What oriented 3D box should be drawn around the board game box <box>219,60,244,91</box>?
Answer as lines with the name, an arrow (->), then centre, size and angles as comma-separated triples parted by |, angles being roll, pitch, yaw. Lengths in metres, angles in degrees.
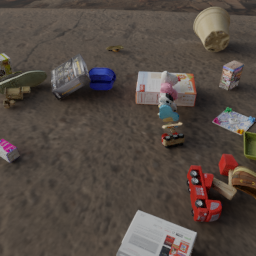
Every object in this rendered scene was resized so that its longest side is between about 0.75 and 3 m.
board game box -> 5.117, -2.596, 13.882 | 0.932, 1.169, 0.566 | -28, 46, -31

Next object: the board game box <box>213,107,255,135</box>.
board game box -> 4.478, -0.330, 11.806 | 1.327, 0.172, 1.327 | 29, 47, 32

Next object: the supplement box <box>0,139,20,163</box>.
supplement box -> -4.399, 0.818, 10.127 | 0.869, 0.449, 0.440 | 23, 45, 29

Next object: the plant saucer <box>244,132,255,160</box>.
plant saucer -> 4.938, 0.787, 10.247 | 1.402, 0.336, 1.404 | 11, 40, 14

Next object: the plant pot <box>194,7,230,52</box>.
plant pot -> 5.430, -5.993, 17.631 | 2.320, 2.320, 2.124 | 1, 50, 2

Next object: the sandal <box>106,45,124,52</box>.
sandal -> -0.799, -4.962, 17.621 | 1.252, 0.338, 0.503 | 5, 34, 30

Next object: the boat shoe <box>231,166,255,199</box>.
boat shoe -> 4.104, 1.957, 8.390 | 2.103, 0.757, 0.710 | 27, 54, 17

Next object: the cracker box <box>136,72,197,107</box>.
cracker box -> 1.765, -1.868, 13.240 | 2.693, 0.777, 1.804 | 4, 41, 4

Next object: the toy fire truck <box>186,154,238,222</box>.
toy fire truck -> 2.720, 1.811, 8.721 | 1.674, 0.579, 2.374 | 5, 42, -2

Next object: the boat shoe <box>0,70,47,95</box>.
boat shoe -> -5.297, -2.436, 13.910 | 2.458, 0.876, 0.740 | -23, 47, -22

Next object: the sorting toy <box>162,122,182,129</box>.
sorting toy -> 1.649, -0.079, 10.584 | 0.683, 0.136, 0.924 | -12, 3, 0

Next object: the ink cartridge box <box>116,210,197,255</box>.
ink cartridge box -> 0.710, 3.080, 7.035 | 1.643, 0.689, 1.443 | 17, 41, 20

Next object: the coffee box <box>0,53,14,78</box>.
coffee box -> -6.821, -3.357, 15.062 | 0.894, 0.902, 0.904 | -28, 46, -31

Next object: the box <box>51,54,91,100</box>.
box -> -2.860, -2.546, 13.717 | 1.817, 0.555, 2.295 | -29, 40, 6

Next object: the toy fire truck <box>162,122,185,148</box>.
toy fire truck -> 1.642, 0.263, 10.799 | 0.817, 0.597, 0.928 | -11, 28, -12

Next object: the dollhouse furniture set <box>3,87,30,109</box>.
dollhouse furniture set -> -5.063, -1.317, 12.930 | 1.099, 0.611, 0.972 | -4, 63, -5

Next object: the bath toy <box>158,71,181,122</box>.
bath toy -> 1.771, -1.387, 11.824 | 0.887, 1.043, 2.399 | 4, 54, 6

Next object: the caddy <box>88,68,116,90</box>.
caddy -> -1.316, -2.464, 13.859 | 1.427, 1.009, 0.749 | 2, 43, 2
